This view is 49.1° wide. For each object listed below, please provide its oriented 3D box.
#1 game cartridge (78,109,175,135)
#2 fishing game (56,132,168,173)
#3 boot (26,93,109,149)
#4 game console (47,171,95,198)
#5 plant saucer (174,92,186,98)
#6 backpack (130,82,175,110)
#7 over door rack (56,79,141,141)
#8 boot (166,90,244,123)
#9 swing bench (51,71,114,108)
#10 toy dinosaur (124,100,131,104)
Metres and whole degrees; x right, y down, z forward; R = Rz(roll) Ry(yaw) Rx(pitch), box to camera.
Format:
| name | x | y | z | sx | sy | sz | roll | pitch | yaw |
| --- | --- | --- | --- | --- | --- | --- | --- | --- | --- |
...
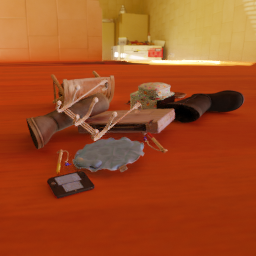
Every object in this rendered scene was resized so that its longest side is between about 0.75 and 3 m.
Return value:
| name | x | y | z | sx | sy | sz | roll | pitch | yaw |
| --- | --- | --- | --- | --- | --- | --- | --- | --- | --- |
| game cartridge | -0.017 | -0.231 | 9.832 | 2.966 | 0.569 | 1.923 | 0 | 12 | 26 |
| fishing game | -0.471 | 0.729 | 7.332 | 2.757 | 0.429 | 1.974 | -12 | 19 | -11 |
| boot | -1.837 | -0.335 | 9.044 | 2.677 | 0.971 | 2.434 | -16 | 21 | -17 |
| game console | -1.265 | 1.219 | 6.143 | 0.881 | 0.137 | 0.779 | -10 | 20 | -28 |
| plant saucer | 2.771 | -1.867 | 16.015 | 1.090 | 0.199 | 1.090 | 0 | 16 | 0 |
| backpack | 0.983 | -1.261 | 12.176 | 1.797 | 1.378 | 1.580 | 3 | 21 | 33 |
| over door rack | -0.870 | -0.786 | 9.062 | 1.750 | 0.789 | 2.369 | 37 | 47 | 19 |
| boot | 3.218 | -0.924 | 11.521 | 2.460 | 0.980 | 2.985 | -2 | 9 | 33 |
| swing bench | -2.215 | -1.803 | 13.509 | 2.400 | 1.566 | 2.413 | -9 | 20 | -27 |
| toy dinosaur | 0.287 | -1.388 | 14.185 | 0.973 | 0.374 | 0.498 | -2 | 11 | -17 |
